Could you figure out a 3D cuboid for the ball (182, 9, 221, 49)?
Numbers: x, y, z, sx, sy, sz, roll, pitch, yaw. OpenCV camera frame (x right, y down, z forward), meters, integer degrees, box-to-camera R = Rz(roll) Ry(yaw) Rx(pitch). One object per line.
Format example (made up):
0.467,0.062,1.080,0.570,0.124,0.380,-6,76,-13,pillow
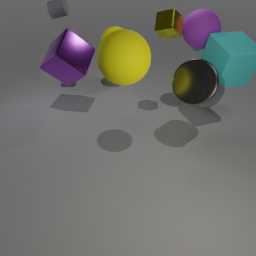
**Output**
2.709,-3.655,10.370,1.400,1.400,1.400,0,32,0,ball

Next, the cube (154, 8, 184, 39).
1.402,-3.521,9.520,0.700,0.700,0.700,4,-6,38,cube

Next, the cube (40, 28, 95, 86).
-2.401,-2.781,11.204,1.400,1.400,1.400,-17,50,48,cube

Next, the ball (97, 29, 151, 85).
-0.108,-1.814,7.237,1.400,1.400,1.400,0,32,0,ball

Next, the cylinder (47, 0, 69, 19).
-2.870,-4.919,11.526,0.700,0.700,0.700,-10,31,9,cylinder

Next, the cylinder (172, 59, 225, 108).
2.269,-1.364,8.917,1.400,1.400,1.400,18,8,25,cylinder

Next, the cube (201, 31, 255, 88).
3.578,-2.412,9.884,1.400,1.400,1.400,-9,49,-18,cube

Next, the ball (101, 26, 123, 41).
-0.598,-4.153,13.496,1.400,1.400,1.400,0,32,0,ball

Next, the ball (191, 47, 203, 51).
3.009,-3.642,11.979,0.700,0.700,0.700,0,32,0,ball
